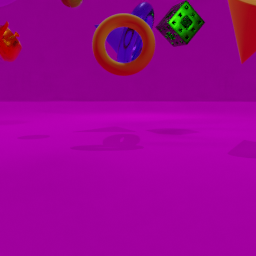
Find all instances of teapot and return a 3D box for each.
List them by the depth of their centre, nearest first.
[{"bbox_3d":[-3.965,-2.827,9.095,0.946,1.201,1.932,-43,3,-15],"label":"teapot"}]

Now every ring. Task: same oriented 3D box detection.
[{"bbox_3d":[-0.091,-1.795,6.038,1.361,1.361,0.272,0,-4,0],"label":"ring"},{"bbox_3d":[0.207,-2.294,7.204,0.360,1.802,1.802,24,10,9],"label":"ring"}]

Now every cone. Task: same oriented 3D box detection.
[{"bbox_3d":[2.820,-2.161,6.318,1.601,1.607,1.601,1,43,-1],"label":"cone"},{"bbox_3d":[-0.385,-3.060,9.244,1.591,1.586,1.586,17,-2,-24],"label":"cone"}]

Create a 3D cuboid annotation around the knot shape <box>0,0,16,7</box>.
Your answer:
[{"bbox_3d":[-2.430,-2.882,4.857,1.514,1.618,0.747,34,-45,-25],"label":"knot shape"}]

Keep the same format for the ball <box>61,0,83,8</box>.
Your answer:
[{"bbox_3d":[-1.668,-3.928,8.249,0.710,0.710,0.710,0,6,0],"label":"ball"}]

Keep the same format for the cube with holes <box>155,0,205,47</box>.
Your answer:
[{"bbox_3d":[1.690,-3.374,9.170,0.947,0.947,0.947,40,-3,-21],"label":"cube with holes"}]
